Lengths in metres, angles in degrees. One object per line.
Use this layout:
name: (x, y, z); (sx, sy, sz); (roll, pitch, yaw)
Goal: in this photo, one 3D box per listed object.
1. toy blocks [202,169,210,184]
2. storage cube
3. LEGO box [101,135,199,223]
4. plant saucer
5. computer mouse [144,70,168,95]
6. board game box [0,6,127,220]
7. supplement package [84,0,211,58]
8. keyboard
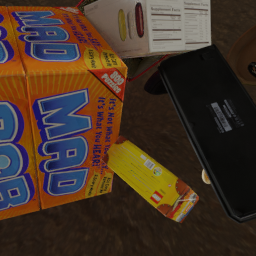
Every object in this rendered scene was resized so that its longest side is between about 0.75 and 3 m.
toy blocks: (2.270, 0.819, 5.653); (1.059, 0.461, 1.270); (-50, 27, -17)
storage cube: (0.417, -3.032, 7.259); (2.224, 2.601, 2.338); (49, 31, -16)
LEGO box: (0.404, 0.904, 4.943); (1.501, 1.118, 0.579); (36, 85, 32)
plant saucer: (3.530, -1.874, 6.765); (2.309, 0.340, 2.309); (-29, 38, 26)
computer mouse: (1.420, -1.551, 7.329); (2.196, 0.505, 1.542); (-11, 34, 1)
board game box: (-2.093, -0.435, 5.591); (2.997, 2.999, 2.997); (-9, 41, -22)
supplement package: (0.332, -2.070, 5.727); (1.629, 1.160, 2.092); (-13, 15, -34)
keyboard: (1.715, -0.211, 4.210); (1.832, 0.297, 2.883); (-17, 59, -3)
